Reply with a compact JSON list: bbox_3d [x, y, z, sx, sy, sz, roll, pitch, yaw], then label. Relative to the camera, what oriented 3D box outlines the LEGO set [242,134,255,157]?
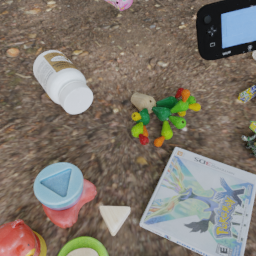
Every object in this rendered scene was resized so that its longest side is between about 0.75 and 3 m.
[{"bbox_3d":[4.005,0.539,8.464,1.621,0.459,1.053,-24,52,-37],"label":"LEGO set"}]

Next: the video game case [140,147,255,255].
[{"bbox_3d":[1.913,1.845,7.224,2.402,0.290,2.635,19,50,17],"label":"video game case"}]

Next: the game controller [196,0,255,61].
[{"bbox_3d":[3.320,-2.865,7.741,2.947,1.538,0.621,-13,21,0],"label":"game controller"}]

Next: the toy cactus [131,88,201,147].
[{"bbox_3d":[0.901,-0.625,9.040,2.708,1.385,2.235,-38,48,-20],"label":"toy cactus"}]

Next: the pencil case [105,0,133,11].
[{"bbox_3d":[-0.732,-5.140,10.370,2.004,0.876,0.876,40,57,16],"label":"pencil case"}]

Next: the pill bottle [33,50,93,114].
[{"bbox_3d":[-2.227,-1.578,9.691,1.355,1.355,2.370,-26,52,-22],"label":"pill bottle"}]

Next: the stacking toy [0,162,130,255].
[{"bbox_3d":[-1.431,2.129,6.346,2.566,1.197,2.834,16,49,15],"label":"stacking toy"}]

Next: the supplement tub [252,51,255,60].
[{"bbox_3d":[5.666,-3.184,11.784,0.772,0.509,0.509,-28,53,-23],"label":"supplement tub"}]

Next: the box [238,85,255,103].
[{"bbox_3d":[4.386,-1.229,10.117,0.839,0.270,0.294,-29,53,-24],"label":"box"}]

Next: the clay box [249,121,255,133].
[{"bbox_3d":[4.095,0.113,8.520,0.507,0.210,0.882,6,32,-33],"label":"clay box"}]
